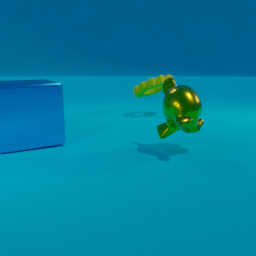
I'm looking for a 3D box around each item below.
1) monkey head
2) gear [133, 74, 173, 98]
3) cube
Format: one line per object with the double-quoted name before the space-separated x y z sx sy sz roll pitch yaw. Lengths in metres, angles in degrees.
"monkey head" 1.001 -0.328 5.945 1.162 0.973 1.615 -28 39 15
"gear" 0.987 -1.592 10.796 1.586 0.293 1.586 -17 -7 -2
"cube" -2.339 -0.359 6.440 1.389 1.389 1.389 -8 16 -29
